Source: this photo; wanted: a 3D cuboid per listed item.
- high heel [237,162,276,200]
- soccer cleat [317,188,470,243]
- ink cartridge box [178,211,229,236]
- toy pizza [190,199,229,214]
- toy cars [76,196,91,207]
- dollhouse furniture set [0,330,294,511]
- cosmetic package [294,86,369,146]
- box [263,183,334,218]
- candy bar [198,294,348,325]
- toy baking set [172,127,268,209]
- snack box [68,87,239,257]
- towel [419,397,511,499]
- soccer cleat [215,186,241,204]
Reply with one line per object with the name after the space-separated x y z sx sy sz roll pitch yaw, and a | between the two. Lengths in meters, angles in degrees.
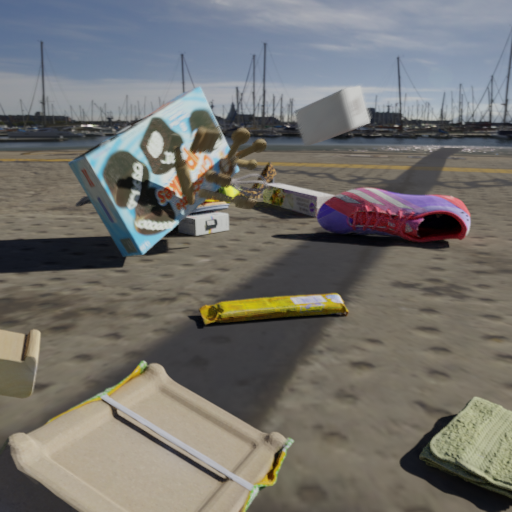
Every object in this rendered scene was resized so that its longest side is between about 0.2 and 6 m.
-0.018 -2.312 17.343 1.550 1.105 0.553 -13 19 -42 | high heel
2.837 -0.786 11.735 3.142 1.048 1.201 2 26 9 | soccer cleat
-1.195 -0.734 12.566 0.949 0.393 0.691 -13 17 -40 | ink cartridge box
-1.611 -1.110 13.226 1.954 0.310 1.954 -11 3 0 | toy pizza
-3.070 -1.127 10.725 0.863 0.191 0.387 -12 7 16 | toy cars
-1.635 1.394 4.029 3.427 1.323 1.713 25 14 16 | dollhouse furniture set
1.470 -2.733 11.039 0.555 0.772 1.367 -22 9 -38 | cosmetic package
1.108 -1.575 15.526 0.609 0.569 2.940 -7 16 -27 | box
0.262 0.694 7.339 1.988 0.220 0.496 -3 18 -12 | candy bar
-0.606 -1.448 10.153 1.681 2.190 0.255 -10 52 -6 | toy baking set
-1.739 -1.668 10.563 0.612 1.915 3.296 -6 30 39 | snack box
1.863 1.465 4.352 0.821 0.202 1.107 13 19 39 | towel
-0.811 -1.996 17.036 0.852 0.659 2.038 0 14 -8 | soccer cleat
